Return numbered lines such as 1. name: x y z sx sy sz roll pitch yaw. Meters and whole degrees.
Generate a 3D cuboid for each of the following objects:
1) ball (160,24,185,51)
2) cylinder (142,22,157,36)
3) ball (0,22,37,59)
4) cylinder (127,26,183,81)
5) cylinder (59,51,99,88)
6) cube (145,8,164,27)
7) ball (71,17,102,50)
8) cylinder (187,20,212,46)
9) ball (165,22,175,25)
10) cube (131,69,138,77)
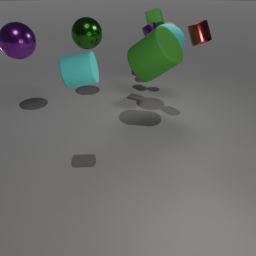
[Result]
1. ball: 1.521 -3.357 11.033 1.400 1.400 1.400 0 28 0
2. cylinder: 1.093 -4.448 13.060 0.700 0.700 0.700 -24 9 4
3. ball: -4.309 -3.400 10.941 1.400 1.400 1.400 0 28 0
4. cylinder: 0.932 -2.537 9.691 1.400 1.400 1.400 -26 8 40
5. cylinder: -1.069 -1.292 6.234 0.700 0.700 0.700 -9 28 6
6. cube: 1.331 -5.439 13.914 0.700 0.700 0.700 -12 2 23
7. ball: -1.858 -4.282 12.688 1.400 1.400 1.400 0 28 0
8. cylinder: 2.490 -3.303 9.749 0.700 0.700 0.700 -19 15 5
9. ball: 1.861 -4.419 12.696 0.700 0.700 0.700 0 28 0
10. cube: 0.617 -2.841 13.051 0.700 0.700 0.700 24 57 22
